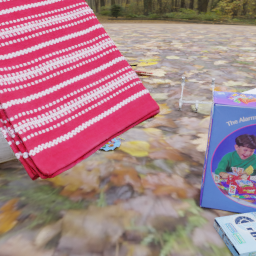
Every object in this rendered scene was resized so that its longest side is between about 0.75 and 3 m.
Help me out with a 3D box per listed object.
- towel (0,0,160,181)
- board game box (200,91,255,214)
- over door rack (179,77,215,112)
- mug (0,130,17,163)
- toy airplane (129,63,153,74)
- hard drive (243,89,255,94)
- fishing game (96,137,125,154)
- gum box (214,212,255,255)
[{"bbox_3d":[-1.042,-1.005,3.853,2.162,2.990,0.336,-29,-8,-34],"label":"towel"},{"bbox_3d":[2.662,0.517,4.335,2.818,1.895,0.631,7,25,13],"label":"board game box"},{"bbox_3d":[2.318,-1.063,9.341,1.148,0.518,1.554,5,46,12],"label":"over door rack"},{"bbox_3d":[-3.181,-0.143,5.946,2.012,1.963,2.451,-6,30,-32],"label":"mug"},{"bbox_3d":[-0.378,-2.696,13.093,2.881,0.530,2.881,-1,24,1],"label":"toy airplane"},{"bbox_3d":[5.014,-0.920,9.337,2.984,0.378,1.968,-17,30,-33],"label":"hard drive"},{"bbox_3d":[-0.519,0.362,6.820,0.682,0.148,0.952,18,30,40],"label":"fishing game"},{"bbox_3d":[1.798,1.564,4.109,0.813,0.181,0.691,-5,25,-12],"label":"gum box"}]
